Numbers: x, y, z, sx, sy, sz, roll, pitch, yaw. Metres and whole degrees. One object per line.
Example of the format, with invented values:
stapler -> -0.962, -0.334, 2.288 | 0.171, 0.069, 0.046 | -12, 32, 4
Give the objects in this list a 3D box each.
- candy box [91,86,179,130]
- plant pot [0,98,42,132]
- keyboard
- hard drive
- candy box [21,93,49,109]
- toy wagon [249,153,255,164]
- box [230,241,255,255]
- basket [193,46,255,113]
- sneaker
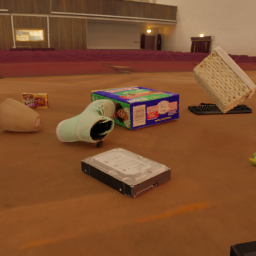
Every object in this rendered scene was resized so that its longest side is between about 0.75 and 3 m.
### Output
candy box -> 0.233, -0.939, 11.284 | 2.404, 1.095, 2.844 | -13, 20, -34
plant pot -> -3.629, -0.334, 9.587 | 1.204, 1.128, 1.128 | 15, 19, 7
keyboard -> 4.086, -0.949, 12.793 | 2.704, 0.278, 1.718 | -2, 17, -8
hard drive -> -0.080, 0.943, 6.409 | 1.236, 0.335, 1.769 | -15, 23, -40
candy box -> -4.350, -1.277, 13.115 | 1.190, 0.694, 0.336 | 3, 17, 8
toy wagon -> 3.481, 0.826, 7.042 | 0.931, 0.184, 0.722 | -4, 17, -11
box -> 2.807, 1.972, 2.457 | 2.740, 0.681, 2.720 | -3, 16, -10
basket -> 2.691, -1.317, 8.019 | 0.978, 1.586, 1.075 | -37, -16, 8
sneaker -> -0.826, -0.193, 8.967 | 1.541, 0.962, 2.613 | 5, 27, 34
